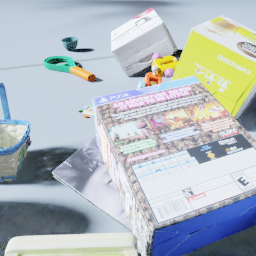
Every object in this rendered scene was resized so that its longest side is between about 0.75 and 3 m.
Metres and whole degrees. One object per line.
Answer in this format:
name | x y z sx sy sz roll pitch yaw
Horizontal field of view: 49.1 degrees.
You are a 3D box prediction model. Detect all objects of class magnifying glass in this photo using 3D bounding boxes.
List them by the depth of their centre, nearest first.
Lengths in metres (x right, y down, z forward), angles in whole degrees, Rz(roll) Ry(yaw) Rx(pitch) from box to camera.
magnifying glass | -2.248 -2.312 10.796 1.153 0.325 2.898 -25 38 -35

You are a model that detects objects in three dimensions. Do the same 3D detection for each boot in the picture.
boot | 2.136 -2.683 10.892 1.537 0.815 2.335 -7 35 -14

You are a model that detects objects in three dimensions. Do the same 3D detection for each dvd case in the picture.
dvd case | 0.038 0.812 4.863 2.213 0.177 1.645 28 50 27

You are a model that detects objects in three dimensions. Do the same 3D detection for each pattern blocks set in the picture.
pattern blocks set | -1.007 -0.459 7.932 0.796 0.064 0.699 12 31 19

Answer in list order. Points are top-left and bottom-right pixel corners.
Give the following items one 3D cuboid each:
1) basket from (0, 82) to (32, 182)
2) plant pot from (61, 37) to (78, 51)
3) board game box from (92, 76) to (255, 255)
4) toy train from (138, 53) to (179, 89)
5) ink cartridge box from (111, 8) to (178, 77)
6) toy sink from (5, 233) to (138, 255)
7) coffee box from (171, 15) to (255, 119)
basket | -2.563 0.091 5.507 1.163 1.672 1.474 -4 31 -1
plant pot | -2.688 -3.890 13.078 0.757 0.510 0.757 -4 36 3
board game box | 0.694 0.462 4.243 1.874 1.139 2.351 -14 47 -14
toy train | 1.535 -1.424 9.008 2.652 0.737 1.992 4 57 -12
ink cartridge box | 0.504 -3.437 10.979 2.093 1.201 2.882 -27 30 12
toy sink | -0.579 1.923 2.942 1.440 1.237 2.209 0 32 -1
coffee box | 2.541 -1.516 7.428 1.942 1.945 1.923 36 44 20
